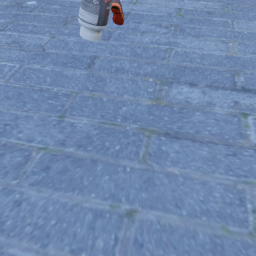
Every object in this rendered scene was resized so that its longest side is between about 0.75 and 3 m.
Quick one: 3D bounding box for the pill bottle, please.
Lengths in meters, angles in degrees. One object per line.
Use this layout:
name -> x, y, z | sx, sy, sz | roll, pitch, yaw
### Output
pill bottle -> -0.668, -2.365, 5.662 | 0.609, 1.100, 0.609 | 12, 37, -10

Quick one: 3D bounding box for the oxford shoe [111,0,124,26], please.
oxford shoe -> -0.306, -3.843, 9.291 | 0.415, 1.166, 0.423 | 9, 77, 4
